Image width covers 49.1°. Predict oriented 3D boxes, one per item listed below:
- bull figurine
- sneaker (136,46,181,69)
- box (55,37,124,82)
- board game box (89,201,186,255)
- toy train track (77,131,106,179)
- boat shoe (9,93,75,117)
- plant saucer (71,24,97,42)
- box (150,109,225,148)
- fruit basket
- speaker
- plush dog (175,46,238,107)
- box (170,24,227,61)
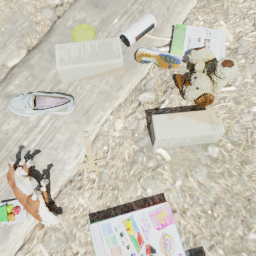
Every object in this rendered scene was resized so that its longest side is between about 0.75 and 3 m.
[{"bbox_3d":[-3.409,2.279,9.975,2.823,1.714,0.919,40,39,20],"label":"bull figurine"},{"bbox_3d":[1.377,-3.221,12.382,1.981,0.746,0.873,15,47,1],"label":"sneaker"},{"bbox_3d":[-1.642,-2.951,12.116,2.787,1.083,1.323,-7,70,-2],"label":"box"},{"bbox_3d":[0.342,4.079,9.766,2.975,0.600,2.277,-14,70,-5],"label":"board game box"},{"bbox_3d":[-1.529,1.019,11.067,1.110,0.315,1.935,-12,70,-5],"label":"toy train track"},{"bbox_3d":[-3.526,-1.020,11.431,2.663,0.854,0.981,4,71,-4],"label":"boat shoe"},{"bbox_3d":[-2.068,-4.344,13.121,1.205,0.187,1.205,0,69,0],"label":"plant saucer"},{"bbox_3d":[2.243,0.047,10.945,2.613,1.241,1.016,-5,69,-3],"label":"box"},{"bbox_3d":[-4.226,3.105,10.304,0.911,0.427,0.844,-10,69,-20],"label":"fruit basket"},{"bbox_3d":[0.484,-4.503,12.899,1.750,0.711,0.711,-41,75,-14],"label":"speaker"},{"bbox_3d":[3.187,-1.902,11.638,2.108,1.969,2.454,-41,45,1],"label":"plush dog"},{"bbox_3d":[3.212,-3.810,12.803,2.417,0.439,1.745,11,70,3],"label":"box"}]
